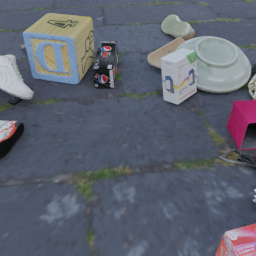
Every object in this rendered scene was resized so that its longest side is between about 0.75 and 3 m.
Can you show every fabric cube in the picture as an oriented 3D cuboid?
[{"bbox_3d":[3.643,-0.113,8.136,1.038,1.058,1.055,-4,41,-2],"label":"fabric cube"}]

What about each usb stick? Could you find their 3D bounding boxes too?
[{"bbox_3d":[-3.833,-1.164,10.028,0.283,0.166,1.019,33,49,3],"label":"usb stick"}]

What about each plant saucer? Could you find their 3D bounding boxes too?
[{"bbox_3d":[3.259,-2.673,10.632,2.987,0.750,2.987,1,55,-2],"label":"plant saucer"}]

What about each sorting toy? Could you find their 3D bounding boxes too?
[{"bbox_3d":[2.683,-2.710,11.624,2.926,0.534,2.708,32,50,26],"label":"sorting toy"}]

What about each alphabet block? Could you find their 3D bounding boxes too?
[{"bbox_3d":[-2.555,-3.122,10.933,1.986,1.975,2.022,11,41,9],"label":"alphabet block"}]

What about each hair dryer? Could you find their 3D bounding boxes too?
[{"bbox_3d":[4.061,0.957,7.133,2.799,0.760,2.132,-7,40,-10],"label":"hair dryer"}]

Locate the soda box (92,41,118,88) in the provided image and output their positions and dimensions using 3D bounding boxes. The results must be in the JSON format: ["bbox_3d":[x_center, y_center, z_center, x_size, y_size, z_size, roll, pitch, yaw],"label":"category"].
[{"bbox_3d":[-0.855,-2.561,11.111,0.765,0.855,2.416,0,41,4],"label":"soda box"}]

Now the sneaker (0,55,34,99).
[{"bbox_3d":[-4.092,-1.895,9.541,2.374,0.925,1.180,34,87,6],"label":"sneaker"}]

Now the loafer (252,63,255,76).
[{"bbox_3d":[5.508,-1.843,10.404,0.681,0.778,2.165,-4,39,-14],"label":"loafer"}]

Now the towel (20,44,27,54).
[{"bbox_3d":[-3.915,-3.699,12.944,1.701,0.294,1.638,-26,44,-24],"label":"towel"}]

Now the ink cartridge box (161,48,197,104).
[{"bbox_3d":[1.769,-1.770,9.596,1.141,1.570,0.687,-32,41,-31],"label":"ink cartridge box"}]

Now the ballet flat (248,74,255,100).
[{"bbox_3d":[4.632,-1.471,10.128,0.518,0.613,1.622,-13,32,22],"label":"ballet flat"}]

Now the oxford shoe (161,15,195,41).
[{"bbox_3d":[2.463,-4.972,14.037,0.781,1.017,2.704,28,18,-33],"label":"oxford shoe"}]

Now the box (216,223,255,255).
[{"bbox_3d":[2.842,2.404,5.315,1.955,0.925,1.003,-10,42,-12],"label":"box"}]

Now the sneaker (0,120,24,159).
[{"bbox_3d":[-3.746,0.317,8.062,0.835,0.520,1.557,8,38,11],"label":"sneaker"}]
